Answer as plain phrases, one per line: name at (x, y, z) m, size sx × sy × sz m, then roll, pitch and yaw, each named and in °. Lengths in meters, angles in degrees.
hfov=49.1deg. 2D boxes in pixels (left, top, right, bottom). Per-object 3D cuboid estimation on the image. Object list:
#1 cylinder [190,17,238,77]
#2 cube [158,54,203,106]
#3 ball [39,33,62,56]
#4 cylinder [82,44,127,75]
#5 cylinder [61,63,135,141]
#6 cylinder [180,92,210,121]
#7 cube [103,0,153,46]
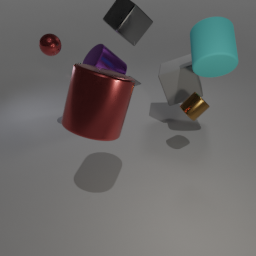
cylinder at (2.762, -2.588, 9.094) m, size 1.400 × 1.400 × 1.400 m, roll 1°, pitch 70°, yaw 1°
cube at (2.147, -1.965, 11.390) m, size 1.400 × 1.400 × 1.400 m, roll -15°, pitch 28°, yaw 19°
ball at (-2.498, -2.672, 9.008) m, size 0.700 × 0.700 × 0.700 m, roll 0°, pitch 31°, yaw 0°
cylinder at (-0.997, -2.570, 11.831) m, size 1.400 × 1.400 × 1.400 m, roll 32°, pitch 12°, yaw -36°
cylinder at (-0.682, -0.603, 6.370) m, size 1.400 × 1.400 × 1.400 m, roll 15°, pitch 15°, yaw -4°
cylinder at (2.168, -0.706, 9.132) m, size 0.700 × 0.700 × 0.700 m, roll 42°, pitch 15°, yaw -14°
cube at (-0.009, -4.927, 12.838) m, size 1.400 × 1.400 × 1.400 m, roll 23°, pitch 23°, yaw -49°
